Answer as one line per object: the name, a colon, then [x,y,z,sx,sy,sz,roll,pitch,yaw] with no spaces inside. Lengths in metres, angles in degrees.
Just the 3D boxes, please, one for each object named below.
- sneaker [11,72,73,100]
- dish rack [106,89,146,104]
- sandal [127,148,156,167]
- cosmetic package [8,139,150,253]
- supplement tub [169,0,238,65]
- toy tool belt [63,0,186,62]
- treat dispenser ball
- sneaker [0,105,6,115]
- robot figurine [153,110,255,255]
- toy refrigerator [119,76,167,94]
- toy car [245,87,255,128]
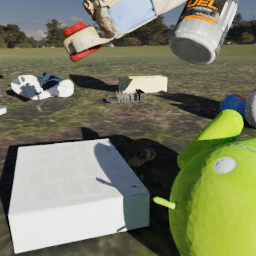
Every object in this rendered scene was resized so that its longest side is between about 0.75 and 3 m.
sneaker: [-3.540,-1.743,11.346,2.348,0.937,1.528,-9,18,-28]
dish rack: [-0.112,-1.179,10.456,1.426,0.389,1.094,-3,17,-9]
sandal: [0.276,0.511,5.269,0.317,0.213,0.788,12,21,34]
cosmetic package: [-0.767,0.749,3.969,1.531,0.525,2.031,-7,18,-16]
supplement tub: [2.108,-2.955,7.586,1.350,2.204,1.350,23,-14,6]
toy tool belt: [-0.295,-2.611,5.239,2.774,1.705,1.732,-34,17,-17]
treat dispenser ball: [3.007,-0.575,7.899,0.765,0.765,0.765,0,17,0]
sneaker: [-4.646,-0.855,8.458,2.223,0.940,0.833,8,19,22]
robot figurine: [1.372,0.730,2.669,2.293,1.327,2.012,-9,40,-32]
toy refrigerator: [0.650,-1.970,12.443,2.023,0.708,0.768,-4,17,-15]
toy car: [4.259,-0.932,7.125,2.185,1.872,2.497,8,19,26]
